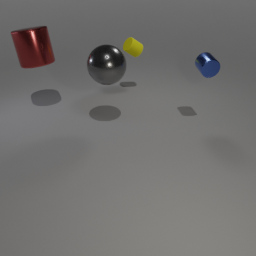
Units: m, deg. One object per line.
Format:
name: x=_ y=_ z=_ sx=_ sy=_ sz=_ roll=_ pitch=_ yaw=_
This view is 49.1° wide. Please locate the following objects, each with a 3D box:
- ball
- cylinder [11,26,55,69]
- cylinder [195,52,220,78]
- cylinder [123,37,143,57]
ball: x=-0.749 y=-2.223 z=9.898 sx=1.400 sy=1.400 sz=1.400 roll=0 pitch=29 yaw=0
cylinder: x=-3.763 y=-3.238 z=11.178 sx=1.400 sy=1.400 sz=1.400 roll=-7 pitch=25 yaw=3
cylinder: x=2.867 y=-2.278 z=10.117 sx=0.700 sy=0.700 sz=0.700 roll=-4 pitch=37 yaw=-7
cylinder: x=0.237 y=-3.810 z=13.235 sx=0.700 sy=0.700 sz=0.700 roll=21 pitch=13 yaw=-38
